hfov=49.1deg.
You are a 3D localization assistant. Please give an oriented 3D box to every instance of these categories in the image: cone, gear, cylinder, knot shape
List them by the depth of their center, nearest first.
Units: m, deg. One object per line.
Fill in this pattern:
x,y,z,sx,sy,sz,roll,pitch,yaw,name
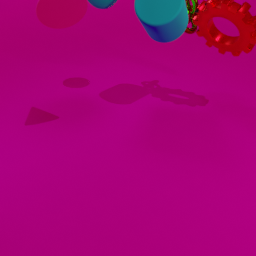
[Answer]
-1.551,-2.932,5.993,1.087,1.087,1.091,-14,70,-22,cone
0.981,-3.279,7.934,1.329,1.329,1.329,11,0,18,cylinder
2.793,-2.881,8.004,1.931,1.931,0.357,27,75,37,gear
1.939,-3.475,8.760,0.533,1.080,1.154,12,-9,18,knot shape

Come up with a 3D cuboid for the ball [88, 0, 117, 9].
-0.779,-4.156,8.423,1.073,1.073,1.073,0,31,0,ball
